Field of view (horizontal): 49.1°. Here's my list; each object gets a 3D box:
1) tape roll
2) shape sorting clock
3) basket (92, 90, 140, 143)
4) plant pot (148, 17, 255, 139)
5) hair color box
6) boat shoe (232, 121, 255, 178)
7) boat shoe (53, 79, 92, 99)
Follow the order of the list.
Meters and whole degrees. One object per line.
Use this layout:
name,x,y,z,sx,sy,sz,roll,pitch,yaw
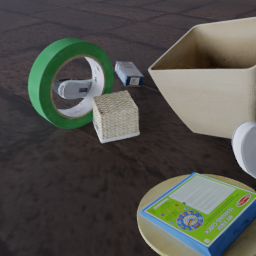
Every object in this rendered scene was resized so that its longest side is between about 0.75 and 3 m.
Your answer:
tape roll,-1.623,-1.306,8.456,2.655,2.655,0.638,-29,42,-34
shape sorting clock,1.529,1.772,5.811,2.682,0.526,2.682,-9,20,3
basket,-0.412,-0.377,8.594,1.263,1.016,1.252,-13,38,-12
plant pot,2.772,-1.265,7.877,2.829,2.505,2.826,9,45,43
hair color box,0.033,-2.255,11.581,0.755,0.457,1.510,-1,35,-20
boat shoe,2.845,0.576,6.230,0.942,2.656,0.927,-54,38,4
boat shoe,-1.569,-1.367,9.547,0.627,0.760,2.215,25,17,31
